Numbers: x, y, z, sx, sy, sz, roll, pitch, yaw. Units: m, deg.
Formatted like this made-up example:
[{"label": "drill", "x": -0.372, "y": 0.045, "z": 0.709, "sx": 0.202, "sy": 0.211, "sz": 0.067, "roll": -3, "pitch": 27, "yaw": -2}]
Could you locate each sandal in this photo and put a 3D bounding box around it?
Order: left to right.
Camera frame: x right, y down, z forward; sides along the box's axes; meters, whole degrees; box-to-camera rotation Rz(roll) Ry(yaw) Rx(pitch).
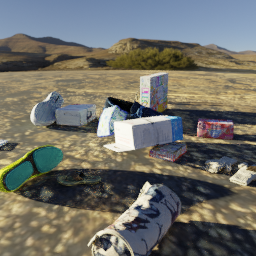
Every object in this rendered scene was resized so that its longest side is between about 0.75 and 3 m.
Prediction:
[{"label": "sandal", "x": -1.169, "y": 1.164, "z": 6.694, "sx": 1.041, "sy": 0.297, "sz": 0.413, "roll": -2, "pitch": 15, "yaw": -6}]

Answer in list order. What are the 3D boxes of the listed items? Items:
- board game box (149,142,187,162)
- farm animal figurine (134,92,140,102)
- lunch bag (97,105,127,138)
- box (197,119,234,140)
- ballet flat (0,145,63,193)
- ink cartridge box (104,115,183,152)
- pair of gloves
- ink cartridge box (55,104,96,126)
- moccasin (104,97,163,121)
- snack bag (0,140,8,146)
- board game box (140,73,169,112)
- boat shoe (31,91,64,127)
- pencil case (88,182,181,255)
[{"label": "board game box", "x": 1.240, "y": 0.686, "z": 8.573, "sx": 0.800, "sy": 0.244, "sz": 1.056, "roll": 10, "pitch": 18, "yaw": 32}, {"label": "farm animal figurine", "x": 1.080, "y": -1.936, "z": 17.762, "sx": 1.080, "sy": 0.672, "sz": 1.337, "roll": -22, "pitch": 22, "yaw": -8}, {"label": "lunch bag", "x": -0.609, "y": -0.162, "z": 9.814, "sx": 0.681, "sy": 1.068, "sz": 0.908, "roll": 35, "pitch": -23, "yaw": -24}, {"label": "box", "x": 3.211, "y": 0.029, "z": 10.332, "sx": 1.252, "sy": 0.598, "sz": 0.624, "roll": 4, "pitch": 15, "yaw": 13}, {"label": "ballet flat", "x": -2.493, "y": 0.942, "z": 6.914, "sx": 0.711, "sy": 0.708, "sz": 2.120, "roll": -9, "pitch": 12, "yaw": 25}, {"label": "ink cartridge box", "x": 0.426, "y": 0.123, "z": 8.586, "sx": 2.185, "sy": 0.741, "sz": 1.267, "roll": -10, "pitch": 9, "yaw": -26}, {"label": "pair of gloves", "x": 2.758, "y": 1.030, "z": 7.310, "sx": 1.187, "sy": 0.245, "sz": 1.396, "roll": -11, "pitch": 18, "yaw": -35}, {"label": "ink cartridge box", "x": -2.304, "y": -0.614, "z": 12.545, "sx": 1.201, "sy": 0.690, "sz": 1.654, "roll": 5, "pitch": 16, "yaw": 17}, {"label": "moccasin", "x": 0.200, "y": -0.638, "z": 10.933, "sx": 2.395, "sy": 0.817, "sz": 0.964, "roll": 9, "pitch": 44, "yaw": 4}, {"label": "snack bag", "x": -4.647, "y": 0.542, "z": 9.405, "sx": 0.904, "sy": 0.097, "sz": 0.852, "roll": 2, "pitch": 16, "yaw": 9}, {"label": "board game box", "x": 1.375, "y": -1.709, "z": 14.169, "sx": 0.502, "sy": 1.972, "sz": 2.934, "roll": 7, "pitch": 17, "yaw": 23}, {"label": "boat shoe", "x": -3.679, "y": -0.720, "z": 12.687, "sx": 1.046, "sy": 0.902, "sz": 2.906, "roll": 42, "pitch": 23, "yaw": -14}, {"label": "pencil case", "x": 0.180, "y": 1.537, "z": 4.460, "sx": 0.807, "sy": 0.702, "sz": 1.805, "roll": 30, "pitch": 27, "yaw": 21}]
